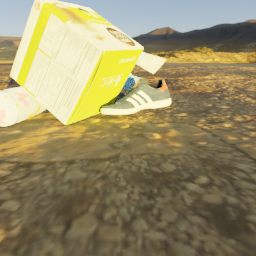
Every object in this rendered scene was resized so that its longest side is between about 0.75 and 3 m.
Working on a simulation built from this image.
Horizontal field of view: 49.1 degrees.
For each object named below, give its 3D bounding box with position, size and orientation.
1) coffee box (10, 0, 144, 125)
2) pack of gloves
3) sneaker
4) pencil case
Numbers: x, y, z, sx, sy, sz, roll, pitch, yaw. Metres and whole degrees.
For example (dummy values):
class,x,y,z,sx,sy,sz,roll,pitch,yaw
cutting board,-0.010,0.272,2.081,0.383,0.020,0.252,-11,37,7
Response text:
class,x,y,z,sx,sy,sz,roll,pitch,yaw
coffee box,-1.391,-1.883,7.976,2.330,2.356,2.353,40,29,12
pack of gloves,-0.012,-2.226,9.725,2.050,0.405,1.722,33,75,34
sneaker,0.199,-0.978,8.495,2.273,0.961,0.852,-13,10,-22
pencil case,-3.035,-0.776,8.023,0.933,1.018,2.245,-39,7,19
